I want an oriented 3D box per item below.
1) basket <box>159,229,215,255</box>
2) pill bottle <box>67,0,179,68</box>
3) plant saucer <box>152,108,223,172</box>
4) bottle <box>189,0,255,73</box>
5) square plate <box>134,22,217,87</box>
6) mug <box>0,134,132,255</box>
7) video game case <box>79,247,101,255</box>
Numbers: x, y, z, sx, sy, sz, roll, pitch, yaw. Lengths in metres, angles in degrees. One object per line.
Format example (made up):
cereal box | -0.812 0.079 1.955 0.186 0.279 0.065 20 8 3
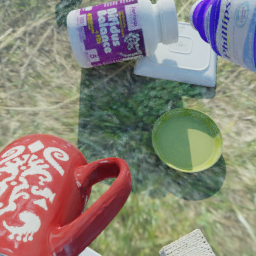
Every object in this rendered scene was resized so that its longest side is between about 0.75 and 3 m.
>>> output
basket | 1.202 2.675 5.739 0.942 0.950 0.764 -23 63 -12
pill bottle | -0.103 -2.734 7.890 2.882 1.618 1.618 -10 63 6
plant saucer | 1.523 0.318 7.308 1.829 0.284 1.829 0 64 0
bottle | 1.875 -1.734 4.643 0.954 1.220 2.922 -12 29 -6
square plate | 1.588 -2.506 8.715 2.447 0.348 2.424 10 64 5
mug | -1.279 1.110 3.755 1.795 2.690 2.388 43 99 -12
video game case | -1.598 3.578 5.636 2.381 0.300 2.613 26 66 13
